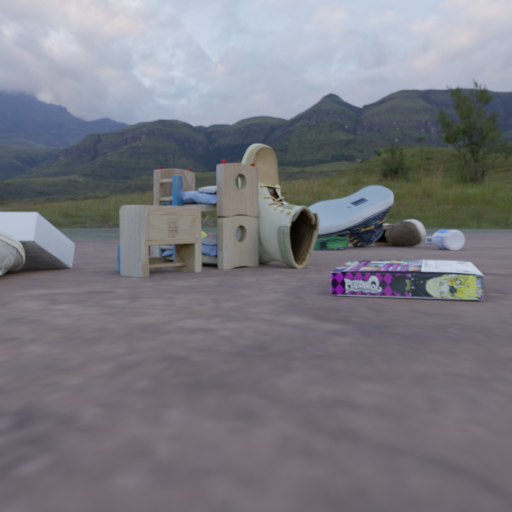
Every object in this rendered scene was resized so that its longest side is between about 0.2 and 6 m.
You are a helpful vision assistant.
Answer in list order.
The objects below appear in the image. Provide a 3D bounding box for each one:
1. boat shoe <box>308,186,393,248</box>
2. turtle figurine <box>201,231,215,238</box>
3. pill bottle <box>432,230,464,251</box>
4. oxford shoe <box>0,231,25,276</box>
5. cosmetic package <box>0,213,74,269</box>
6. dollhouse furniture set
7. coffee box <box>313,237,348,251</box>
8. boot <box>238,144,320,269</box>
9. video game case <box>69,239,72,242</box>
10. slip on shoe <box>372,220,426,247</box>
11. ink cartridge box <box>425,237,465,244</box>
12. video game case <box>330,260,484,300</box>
[{"bbox_3d":[2.252,-0.706,13.870,2.916,1.324,1.032,-21,41,-31],"label":"boat shoe"},{"bbox_3d":[-1.542,-0.342,12.480,1.620,0.522,1.307,9,15,34],"label":"turtle figurine"},{"bbox_3d":[4.542,-0.384,13.354,0.485,0.485,0.865,0,5,-7],"label":"pill bottle"},{"bbox_3d":[-3.222,-0.003,6.238,0.924,0.710,2.458,-1,-11,-10],"label":"oxford shoe"},{"bbox_3d":[-3.524,-0.189,7.610,1.679,0.434,1.266,1,-15,4],"label":"cosmetic package"},{"bbox_3d":[-1.241,-0.585,8.028,1.555,1.546,2.206,3,5,40],"label":"dollhouse furniture set"},{"bbox_3d":[1.596,-0.310,13.548,0.807,0.289,1.313,-5,5,-18],"label":"coffee box"},{"bbox_3d":[0.340,-0.786,8.517,0.691,1.916,1.482,0,4,-30],"label":"boot"},{"bbox_3d":[-5.713,-0.363,15.351,0.961,0.190,1.061,0,4,3],"label":"video game case"},{"bbox_3d":[3.701,-0.548,14.795,0.585,0.734,1.932,-25,13,-19],"label":"slip on shoe"},{"bbox_3d":[5.622,-0.431,16.647,0.986,0.247,0.799,7,-3,-44],"label":"ink cartridge box"},{"bbox_3d":[1.507,0.213,5.595,1.322,0.261,1.458,1,4,16],"label":"video game case"}]
